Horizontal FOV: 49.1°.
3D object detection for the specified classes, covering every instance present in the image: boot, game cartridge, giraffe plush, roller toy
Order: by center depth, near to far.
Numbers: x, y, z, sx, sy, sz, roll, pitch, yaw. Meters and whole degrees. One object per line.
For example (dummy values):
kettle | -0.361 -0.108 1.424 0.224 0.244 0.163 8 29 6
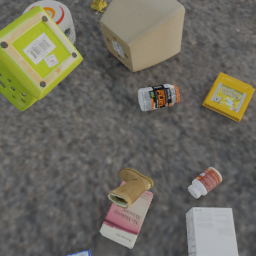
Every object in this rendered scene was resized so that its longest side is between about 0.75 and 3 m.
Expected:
boot | -0.068 1.238 5.972 0.928 0.350 1.060 12 20 33
game cartridge | 4.120 -1.299 11.400 1.582 0.291 1.794 28 68 13
roller toy | -3.439 -4.409 12.210 2.118 1.623 2.322 1 63 0
giraffe plush | -1.461 -6.118 13.568 0.779 0.732 0.902 4 63 2

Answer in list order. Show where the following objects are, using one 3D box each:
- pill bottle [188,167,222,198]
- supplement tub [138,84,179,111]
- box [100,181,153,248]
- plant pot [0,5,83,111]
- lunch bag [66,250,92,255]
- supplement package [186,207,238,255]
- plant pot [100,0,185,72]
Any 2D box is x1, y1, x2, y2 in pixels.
pill bottle | 2.622 1.893 9.608 1.105 0.620 0.620 -34 68 -16
supplement tub | 1.200 -1.218 11.001 1.487 0.911 0.911 -12 64 -6
box | -0.029 2.774 8.977 1.107 0.943 1.731 21 65 10
plant pot | -2.887 -2.084 8.329 2.263 2.064 2.275 51 62 -23
lunch bag | -1.564 4.450 8.155 1.243 0.932 1.462 -13 74 -6
supplement package | 2.504 3.347 8.549 1.203 1.194 1.585 1 63 1
plant pot | 0.416 -4.021 11.566 2.402 2.710 2.713 -40 70 -10
